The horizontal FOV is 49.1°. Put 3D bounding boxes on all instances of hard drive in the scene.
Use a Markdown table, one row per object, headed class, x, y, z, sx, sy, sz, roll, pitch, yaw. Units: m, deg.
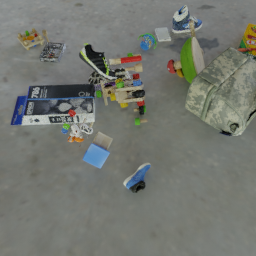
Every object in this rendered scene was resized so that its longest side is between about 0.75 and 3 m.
| class | x | y | z | sx | sy | sz | roll | pitch | yaw |
| --- | --- | --- | --- | --- | --- | --- | --- | --- | --- |
| hard drive | 1.559 | -4.185 | 12.510 | 0.559 | 0.111 | 0.848 | -6 | 54 | -5 |

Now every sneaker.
| class | x | y | z | sx | sy | sz | roll | pitch | yaw |
| --- | --- | --- | --- | --- | --- | --- | --- | --- | --- |
| sneaker | 2.698 | -4.893 | 12.401 | 1.540 | 1.128 | 0.621 | -17 | 55 | -12 |
| sneaker | -0.700 | -1.752 | 10.409 | 1.664 | 0.694 | 0.671 | 2 | 66 | 22 |
| sneaker | -0.835 | -2.003 | 8.442 | 1.405 | 0.582 | 0.504 | 38 | 17 | -9 |
| sneaker | 0.402 | 1.466 | 8.078 | 0.978 | 0.376 | 0.544 | -36 | 55 | -20 |

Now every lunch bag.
| class | x | y | z | sx | sy | sz | roll | pitch | yaw |
| --- | --- | --- | --- | --- | --- | --- | --- | --- | --- |
| lunch bag | 3.402 | -1.106 | 9.157 | 2.104 | 1.748 | 2.509 | 38 | 62 | 26 |

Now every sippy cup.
| class | x | y | z | sx | sy | sz | roll | pitch | yaw |
| --- | --- | --- | --- | --- | --- | --- | --- | --- | --- |
| sippy cup | 0.798 | -3.610 | 11.840 | 0.740 | 0.581 | 0.542 | 14 | 63 | 35 |

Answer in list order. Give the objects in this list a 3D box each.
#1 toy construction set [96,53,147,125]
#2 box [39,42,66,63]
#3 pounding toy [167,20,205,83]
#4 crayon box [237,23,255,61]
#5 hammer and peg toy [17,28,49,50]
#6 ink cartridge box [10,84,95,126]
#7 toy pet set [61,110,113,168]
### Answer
| class | x | y | z | sx | sy | sz | roll | pitch | yaw |
| --- | --- | --- | --- | --- | --- | --- | --- | --- | --- |
| toy construction set | -0.314 | -1.407 | 9.289 | 1.673 | 2.178 | 1.816 | -6 | 45 | 2 |
| box | -3.121 | -3.145 | 11.635 | 0.799 | 0.252 | 1.013 | 6 | 53 | 5 |
| pounding toy | 2.146 | -2.504 | 10.478 | 1.106 | 1.840 | 2.383 | -11 | 50 | 26 |
| crayon box | 5.518 | -3.471 | 11.644 | 1.606 | 0.642 | 2.529 | 21 | 55 | 15 |
| hammer and peg toy | -4.010 | -3.915 | 12.089 | 1.282 | 0.452 | 0.943 | -30 | 59 | -20 |
| ink cartridge box | -2.597 | -0.826 | 9.718 | 2.890 | 0.567 | 1.437 | -4 | 54 | -2 |
| toy pet set | -1.300 | 0.462 | 7.930 | 1.521 | 1.629 | 0.865 | 28 | 63 | -7 |
